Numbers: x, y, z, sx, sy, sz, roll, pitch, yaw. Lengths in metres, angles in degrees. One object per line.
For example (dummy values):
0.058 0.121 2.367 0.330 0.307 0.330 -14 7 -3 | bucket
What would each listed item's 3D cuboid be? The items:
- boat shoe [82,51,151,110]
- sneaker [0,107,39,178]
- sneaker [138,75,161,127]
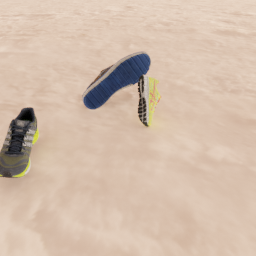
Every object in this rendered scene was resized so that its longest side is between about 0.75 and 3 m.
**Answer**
-0.497 -1.812 9.854 2.797 1.010 1.012 -34 31 0 | boat shoe
-2.706 0.296 6.834 0.834 0.913 2.256 5 35 -12 | sneaker
0.733 -0.845 8.770 0.731 1.620 0.633 2 -1 -23 | sneaker
